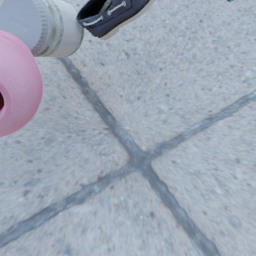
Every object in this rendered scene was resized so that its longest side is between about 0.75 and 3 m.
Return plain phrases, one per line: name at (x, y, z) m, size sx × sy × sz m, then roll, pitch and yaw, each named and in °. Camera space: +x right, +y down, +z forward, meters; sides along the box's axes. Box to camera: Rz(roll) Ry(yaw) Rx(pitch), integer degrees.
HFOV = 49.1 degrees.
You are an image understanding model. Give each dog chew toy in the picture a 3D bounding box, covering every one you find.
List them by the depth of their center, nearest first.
dog chew toy at (-2.600, -1.053, 5.428) m, size 1.841 × 1.841 × 2.956 m, roll -13°, pitch 30°, yaw -9°

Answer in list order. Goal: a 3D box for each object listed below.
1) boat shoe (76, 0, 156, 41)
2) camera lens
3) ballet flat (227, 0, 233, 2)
boat shoe at (-0.207, -3.019, 6.361) m, size 0.940 × 2.998 × 1.089 m, roll 17°, pitch 67°, yaw -32°
camera lens at (-2.154, -2.615, 7.292) m, size 1.499 × 1.499 × 1.874 m, roll 25°, pitch 21°, yaw 17°
ballet flat at (2.978, -3.518, 6.938) m, size 1.127 × 0.412 × 0.412 m, roll -17°, pitch 52°, yaw 17°
